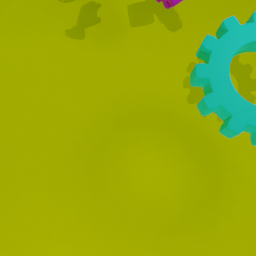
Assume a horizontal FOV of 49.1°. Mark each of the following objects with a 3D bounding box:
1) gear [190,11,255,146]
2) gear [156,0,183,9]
[{"bbox_3d":[2.021,-0.772,4.312,2.036,0.376,2.036,0,77,-1],"label":"gear"},{"bbox_3d":[0.565,-3.358,5.696,0.334,1.807,1.807,-33,74,2],"label":"gear"}]
